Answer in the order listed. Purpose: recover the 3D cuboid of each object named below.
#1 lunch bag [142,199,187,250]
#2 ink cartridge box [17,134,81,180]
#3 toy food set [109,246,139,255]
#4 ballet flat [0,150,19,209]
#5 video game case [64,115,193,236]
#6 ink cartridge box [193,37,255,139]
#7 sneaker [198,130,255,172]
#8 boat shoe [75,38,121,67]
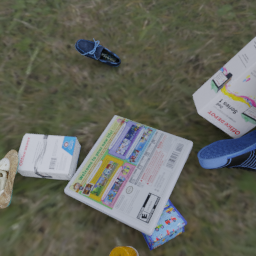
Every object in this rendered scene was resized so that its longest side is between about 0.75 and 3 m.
[{"bbox_3d":[0.617,1.982,6.429,0.894,0.559,1.188,-22,52,-17],"label":"lunch bag"},{"bbox_3d":[-1.960,0.719,6.958,1.340,0.561,0.972,4,63,6],"label":"ink cartridge box"},{"bbox_3d":[0.623,3.525,5.071,1.340,1.263,2.808,-30,56,17],"label":"toy food set"},{"bbox_3d":[-2.808,1.097,6.336,0.484,0.448,1.372,-15,62,24],"label":"ballet flat"},{"bbox_3d":[0.063,0.949,6.719,2.238,0.271,2.458,20,59,22],"label":"video game case"},{"bbox_3d":[2.782,-0.846,6.637,1.453,2.007,0.843,31,35,-22],"label":"ink cartridge box"},{"bbox_3d":[2.758,0.697,6.710,2.319,0.903,0.813,-16,20,-14],"label":"sneaker"},{"bbox_3d":[-0.827,-2.269,8.237,1.421,0.488,0.598,14,92,-19],"label":"boat shoe"}]
